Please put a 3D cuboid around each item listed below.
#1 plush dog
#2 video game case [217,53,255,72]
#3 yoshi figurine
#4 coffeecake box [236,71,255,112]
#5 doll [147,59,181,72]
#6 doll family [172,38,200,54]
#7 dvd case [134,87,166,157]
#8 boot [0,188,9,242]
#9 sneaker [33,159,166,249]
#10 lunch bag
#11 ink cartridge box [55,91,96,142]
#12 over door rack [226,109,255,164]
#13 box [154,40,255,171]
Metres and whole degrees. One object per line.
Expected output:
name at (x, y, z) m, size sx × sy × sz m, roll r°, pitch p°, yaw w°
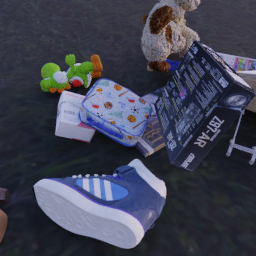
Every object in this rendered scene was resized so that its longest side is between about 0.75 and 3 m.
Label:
plush dog at (1.074, -2.990, 8.684) m, size 2.018 × 2.515 × 2.160 m, roll 11°, pitch 49°, yaw 20°
video game case at (3.848, -1.985, 10.033) m, size 1.776 × 0.224 × 1.949 m, roll 15°, pitch 48°, yaw 15°
yoshi figurine at (-2.023, -1.944, 9.489) m, size 2.108 × 1.185 × 1.180 m, roll -23°, pitch 33°, yaw -18°
coffeecake box at (4.838, -1.104, 7.905) m, size 2.941 × 1.075 × 2.258 m, roll -4°, pitch 14°, yaw -4°
doll at (2.075, -1.932, 9.479) m, size 2.653 × 0.643 × 1.810 m, roll 23°, pitch 28°, yaw 27°
doll family at (2.015, -3.112, 10.789) m, size 2.238 × 0.878 × 1.293 m, roll 30°, pitch 47°, yaw 23°
dvd case at (0.930, -0.363, 8.482) m, size 2.627 × 0.210 × 1.953 m, roll -27°, pitch 51°, yaw -25°
boot at (-3.198, 1.892, 6.011) m, size 1.084 × 0.521 × 1.483 m, roll -9°, pitch 44°, yaw 0°
sneaker at (-0.490, 1.365, 6.246) m, size 2.670 × 1.076 × 1.955 m, roll 13°, pitch 33°, yaw 24°
lunch bag at (-0.365, -0.414, 7.582) m, size 1.900 × 0.718 × 1.523 m, roll 28°, pitch 53°, yaw 0°
ink cartridge box at (-1.472, -0.341, 7.919) m, size 0.973 × 0.567 × 1.345 m, roll 14°, pitch 40°, yaw -21°
over door rack at (3.492, 0.243, 7.483) m, size 1.309 × 0.590 × 1.772 m, roll 19°, pitch 60°, yaw 19°
box at (1.516, -0.642, 6.477) m, size 0.571 × 2.103 × 2.625 m, roll 22°, pitch 28°, yaw -17°
